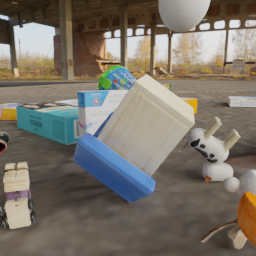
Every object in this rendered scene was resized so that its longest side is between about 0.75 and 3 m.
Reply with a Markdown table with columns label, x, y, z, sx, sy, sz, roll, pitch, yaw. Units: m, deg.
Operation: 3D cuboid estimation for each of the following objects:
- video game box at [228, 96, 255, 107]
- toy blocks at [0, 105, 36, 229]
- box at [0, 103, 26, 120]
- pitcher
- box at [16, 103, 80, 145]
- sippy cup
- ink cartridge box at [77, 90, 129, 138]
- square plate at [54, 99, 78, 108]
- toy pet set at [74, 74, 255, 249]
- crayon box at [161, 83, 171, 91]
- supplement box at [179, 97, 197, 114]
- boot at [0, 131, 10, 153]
| label | x | y | z | sx | sy | sz | roll | pitch | yaw |
| --- | --- | --- | --- | --- | --- | --- | --- | --- | --- |
| video game box | 5.803 | -1.303 | 13.845 | 1.556 | 0.400 | 1.708 | 1 | 12 | 16 |
| toy blocks | -2.079 | 0.274 | 3.390 | 1.748 | 1.633 | 1.471 | -6 | 18 | -13 |
| box | -3.851 | -0.613 | 10.382 | 2.380 | 0.494 | 1.417 | 0 | 12 | 7 |
| pitcher | 1.096 | -3.118 | 5.948 | 1.096 | 1.807 | 1.550 | -38 | 68 | -23 |
| box | -2.012 | -0.217 | 7.934 | 1.182 | 0.706 | 2.873 | -11 | 16 | -43 |
| sippy cup | -0.162 | -1.650 | 12.328 | 2.242 | 1.760 | 1.643 | -25 | 46 | -29 |
| ink cartridge box | -0.496 | -0.097 | 5.842 | 0.984 | 1.362 | 0.576 | -6 | 9 | -27 |
| square plate | -2.033 | -1.121 | 13.177 | 2.151 | 0.306 | 2.130 | -11 | 16 | -42 |
| toy pet set | 0.677 | 0.705 | 3.387 | 2.626 | 1.493 | 2.812 | 36 | 19 | 1 |
| crayon box | 1.533 | -1.458 | 12.819 | 0.373 | 1.103 | 1.278 | 8 | 14 | 32 |
| supplement box | 1.806 | -0.926 | 11.428 | 1.722 | 0.633 | 1.085 | 8 | 14 | 36 |
| boot | -3.176 | 0.334 | 6.128 | 1.087 | 0.392 | 0.821 | -5 | 15 | -21 |
